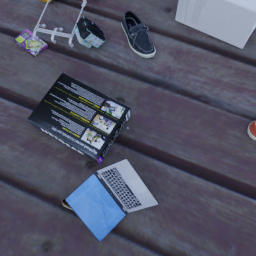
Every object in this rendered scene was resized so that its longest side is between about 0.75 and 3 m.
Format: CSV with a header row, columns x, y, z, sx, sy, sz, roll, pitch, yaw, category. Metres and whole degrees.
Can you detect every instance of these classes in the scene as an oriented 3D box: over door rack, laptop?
x,y,z,sx,sy,sz,roll,pitch,yaw,category
-2.321,-3.802,9.769,1.415,0.638,1.915,13,78,3,over door rack
-0.346,1.711,6.547,1.423,1.519,0.881,56,31,-16,laptop

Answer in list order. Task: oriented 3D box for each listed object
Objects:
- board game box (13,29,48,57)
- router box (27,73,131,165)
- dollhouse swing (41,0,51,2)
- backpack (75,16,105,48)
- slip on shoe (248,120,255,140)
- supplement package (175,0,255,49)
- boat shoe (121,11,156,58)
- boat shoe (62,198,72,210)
x,y,z,sx,sy,sz,roll,pitch,yaw,category
-3.373,-2.946,9.708,1.077,0.174,0.647,38,74,17,board game box
-1.373,-0.319,8.054,2.380,0.608,1.775,28,72,12,router box
-1.950,-6.068,11.038,2.566,2.482,2.824,7,55,-43,dollhouse swing
-1.257,-3.128,9.392,0.961,0.737,0.845,11,47,-46,backpack
4.578,-0.302,8.097,2.297,0.703,0.851,-20,64,-11,slip on shoe
3.219,-4.230,9.517,2.637,1.599,1.579,30,67,14,supplement package
0.329,-3.217,9.582,0.740,0.618,1.985,-21,67,-12,boat shoe
-1.302,1.993,7.171,0.863,0.319,0.319,11,64,5,boat shoe
